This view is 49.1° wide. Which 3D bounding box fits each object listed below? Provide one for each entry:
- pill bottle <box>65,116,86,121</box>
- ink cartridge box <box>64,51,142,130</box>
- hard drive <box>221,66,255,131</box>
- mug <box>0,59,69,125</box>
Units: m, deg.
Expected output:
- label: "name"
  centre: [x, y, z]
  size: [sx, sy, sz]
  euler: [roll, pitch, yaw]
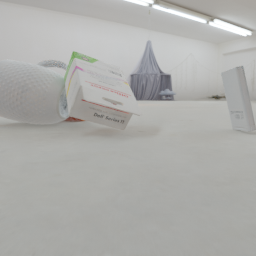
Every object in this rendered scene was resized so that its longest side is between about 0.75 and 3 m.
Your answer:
- label: "pill bottle"
  centre: [-2.382, -0.848, 10.717]
  size: [1.953, 1.095, 1.095]
  euler: [2, 7, 15]
- label: "ink cartridge box"
  centre: [-0.797, -0.939, 7.772]
  size: [1.665, 0.957, 2.843]
  euler: [15, 30, -25]
- label: "hard drive"
  centre: [2.908, -0.752, 7.438]
  size: [0.218, 1.635, 1.079]
  euler: [-14, 3, -2]
- label: "mug"
  centre: [-2.890, -1.338, 9.311]
  size: [2.320, 1.954, 2.646]
  euler: [13, 54, 14]
